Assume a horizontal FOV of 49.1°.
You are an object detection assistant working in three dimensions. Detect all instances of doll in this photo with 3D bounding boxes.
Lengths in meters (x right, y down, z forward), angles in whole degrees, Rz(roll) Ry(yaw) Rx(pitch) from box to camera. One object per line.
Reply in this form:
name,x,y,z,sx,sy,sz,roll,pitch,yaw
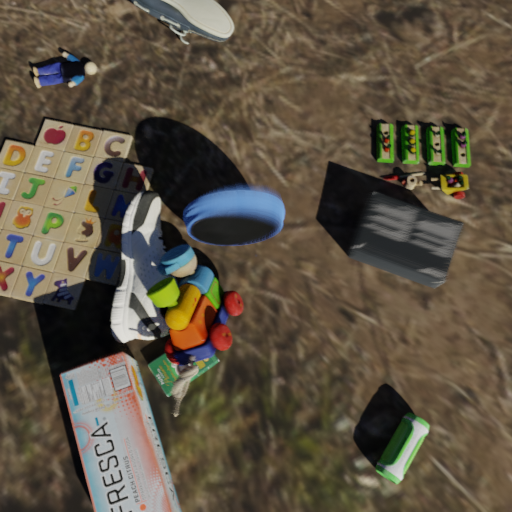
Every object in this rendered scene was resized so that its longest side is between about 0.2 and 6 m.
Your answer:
doll,-4.247,-4.130,12.496,1.348,0.327,0.920,-10,72,-3

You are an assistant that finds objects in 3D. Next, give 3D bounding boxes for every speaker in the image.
speaker,2.567,3.364,9.816,0.515,0.515,1.164,33,74,11

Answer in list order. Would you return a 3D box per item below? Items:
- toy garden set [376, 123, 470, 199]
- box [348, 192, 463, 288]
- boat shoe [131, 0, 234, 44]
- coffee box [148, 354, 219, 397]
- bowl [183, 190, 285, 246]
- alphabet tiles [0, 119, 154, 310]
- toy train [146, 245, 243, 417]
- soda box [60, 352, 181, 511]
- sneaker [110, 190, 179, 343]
toy garden set,3.544,-2.045,11.740,1.955,0.390,1.630,3,71,1
box,2.889,-0.296,10.931,1.809,0.713,1.276,21,76,7
boat shoe,-1.721,-5.505,12.690,2.554,0.790,0.956,25,57,-4
coffee box,-1.352,2.003,10.419,1.140,0.251,0.701,-35,74,-12
bowl,-0.397,-0.649,10.447,1.903,1.903,0.373,-4,71,-2
alphabet tiles,-4.039,-0.952,11.502,3.284,0.125,3.947,12,71,4
toy train,-1.271,1.079,9.348,1.177,2.780,1.609,-21,114,23
soda box,-2.150,3.522,9.365,1.151,1.238,3.620,-19,72,-6
sneaker,-1.959,0.190,10.627,1.173,1.081,2.932,1,79,6
